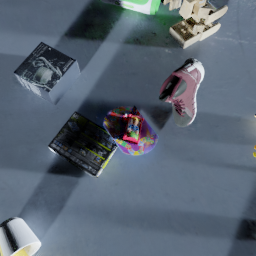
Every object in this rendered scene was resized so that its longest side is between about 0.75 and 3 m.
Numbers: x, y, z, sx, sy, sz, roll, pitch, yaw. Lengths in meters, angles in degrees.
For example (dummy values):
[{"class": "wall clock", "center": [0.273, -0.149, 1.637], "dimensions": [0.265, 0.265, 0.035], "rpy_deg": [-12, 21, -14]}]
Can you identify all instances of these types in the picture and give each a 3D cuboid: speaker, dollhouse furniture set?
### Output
[{"class": "speaker", "center": [0.036, -6.122, 12.847], "dimensions": [2.850, 1.261, 1.261], "rpy_deg": [18, 69, 8]}, {"class": "dollhouse furniture set", "center": [2.859, -4.811, 11.518], "dimensions": [1.722, 2.646, 2.431], "rpy_deg": [-33, 71, -13]}]

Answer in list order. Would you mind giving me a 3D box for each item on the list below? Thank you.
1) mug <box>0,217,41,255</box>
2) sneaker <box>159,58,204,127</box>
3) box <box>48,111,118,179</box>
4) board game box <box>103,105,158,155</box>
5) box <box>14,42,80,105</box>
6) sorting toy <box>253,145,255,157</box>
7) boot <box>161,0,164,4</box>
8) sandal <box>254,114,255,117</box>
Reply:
[{"class": "mug", "center": [-3.698, 3.594, 8.878], "dimensions": [1.446, 1.158, 1.187], "rpy_deg": [-32, 63, -19]}, {"class": "sneaker", "center": [1.329, -0.791, 7.981], "dimensions": [1.319, 2.283, 0.864], "rpy_deg": [-30, 48, -32]}, {"class": "box", "center": [-1.585, 0.608, 10.433], "dimensions": [2.155, 0.477, 1.726], "rpy_deg": [30, 70, 11]}, {"class": "board game box", "center": [0.157, -0.039, 10.436], "dimensions": [1.724, 0.425, 2.182], "rpy_deg": [-25, 68, -31]}, {"class": "box", "center": [-3.201, -2.187, 11.274], "dimensions": [1.763, 1.112, 1.794], "rpy_deg": [30, 70, 10]}, {"class": "sorting toy", "center": [5.184, 1.113, 10.303], "dimensions": [1.179, 0.158, 0.878], "rpy_deg": [21, 80, 9]}, {"class": "boot", "center": [1.789, -6.703, 13.472], "dimensions": [1.101, 0.526, 1.458], "rpy_deg": [-33, 77, -15]}, {"class": "sandal", "center": [5.491, 0.394, 10.537], "dimensions": [0.725, 0.808, 2.203], "rpy_deg": [-47, 64, 15]}]
